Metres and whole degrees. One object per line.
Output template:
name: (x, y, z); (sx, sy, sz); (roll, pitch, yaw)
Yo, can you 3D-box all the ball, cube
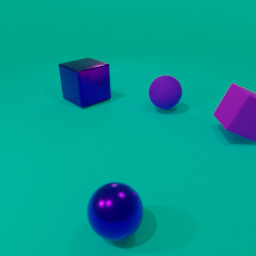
ball: (1.184, -1.139, 8.904); (1.068, 1.068, 1.068); (0, 30, 0)
cube: (3.094, -0.416, 7.421); (1.026, 1.026, 1.026); (21, 22, -13)
ball: (-0.213, 1.387, 4.703); (0.952, 0.952, 0.952); (0, 30, 0)
cube: (-1.460, -1.592, 9.608); (1.255, 1.255, 1.255); (-24, 36, -35)
